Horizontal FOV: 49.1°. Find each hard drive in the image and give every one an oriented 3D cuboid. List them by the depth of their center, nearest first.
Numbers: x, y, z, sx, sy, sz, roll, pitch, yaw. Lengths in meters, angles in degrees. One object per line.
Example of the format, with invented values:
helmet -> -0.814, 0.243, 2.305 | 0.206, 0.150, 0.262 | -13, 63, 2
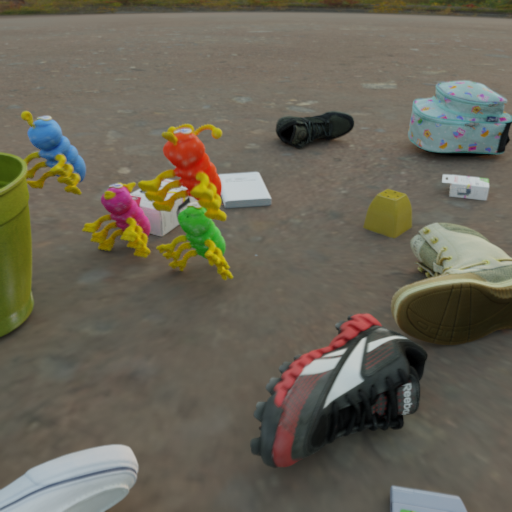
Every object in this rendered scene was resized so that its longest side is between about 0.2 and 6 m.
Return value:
hard drive -> -0.275, -1.384, 11.692 | 0.938, 0.190, 1.422 | -5, 30, -9

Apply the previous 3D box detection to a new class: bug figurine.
bug figurine -> -1.724, -0.936, 8.340 | 3.681, 2.854, 0.947 | 12, 58, 26

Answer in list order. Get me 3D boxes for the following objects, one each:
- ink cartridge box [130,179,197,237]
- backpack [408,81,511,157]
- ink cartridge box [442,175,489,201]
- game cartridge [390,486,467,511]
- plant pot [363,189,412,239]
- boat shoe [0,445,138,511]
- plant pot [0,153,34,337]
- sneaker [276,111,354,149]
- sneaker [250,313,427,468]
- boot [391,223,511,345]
ink cartridge box -> -1.800, -0.948, 10.539 | 0.975, 0.566, 1.321 | 13, 33, 23
backpack -> 4.926, -3.357, 13.822 | 2.199, 1.686, 1.933 | -8, 35, -1
ink cartridge box -> 4.335, -1.434, 11.675 | 0.920, 0.310, 0.539 | 9, 30, 16
game cartridge -> 1.503, 2.467, 4.754 | 0.710, 0.215, 1.065 | 8, 30, 7
plant pot -> 2.427, -0.813, 10.174 | 0.666, 0.682, 0.662 | 24, 37, 36
boat shoe -> -1.983, 2.375, 4.464 | 2.339, 0.860, 0.781 | -21, 51, -20
plant pot -> -3.835, -0.012, 7.256 | 2.138, 2.059, 2.138 | -3, 29, 2
sneaker -> 1.518, -3.227, 14.483 | 2.054, 0.785, 1.176 | 0, 30, 5
sneaker -> 0.993, 1.423, 5.836 | 1.209, 0.875, 2.475 | 19, 30, 34
boot -> 2.696, 0.274, 7.978 | 2.570, 0.926, 1.988 | -7, 29, -18
